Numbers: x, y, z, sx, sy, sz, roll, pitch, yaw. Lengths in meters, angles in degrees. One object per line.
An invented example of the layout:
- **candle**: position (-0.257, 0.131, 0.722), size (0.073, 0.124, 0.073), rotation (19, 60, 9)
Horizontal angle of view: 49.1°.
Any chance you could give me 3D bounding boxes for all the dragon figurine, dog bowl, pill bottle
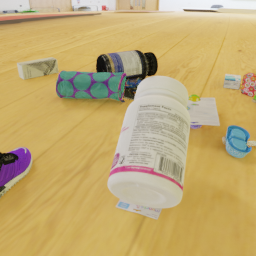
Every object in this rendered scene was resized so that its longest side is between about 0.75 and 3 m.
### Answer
- **dragon figurine**: position (0.458, -1.751, 12.266), size (2.091, 0.615, 1.039), rotation (-16, 32, -30)
- **dog bowl**: position (3.247, 0.407, 8.334), size (0.695, 0.309, 1.248), rotation (18, 38, 5)
- **pill bottle**: position (0.568, 0.245, 6.156), size (1.502, 1.502, 2.649), rotation (7, 57, 12)
- **pill bottle**: position (-0.016, -2.907, 13.452), size (2.744, 1.534, 1.534), rotation (-14, 31, -24)

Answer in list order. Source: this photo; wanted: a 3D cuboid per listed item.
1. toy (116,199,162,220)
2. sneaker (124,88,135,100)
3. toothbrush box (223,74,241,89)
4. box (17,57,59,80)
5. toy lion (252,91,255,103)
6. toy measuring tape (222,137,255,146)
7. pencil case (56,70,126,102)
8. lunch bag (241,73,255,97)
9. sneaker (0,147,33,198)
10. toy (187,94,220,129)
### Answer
- **toy**: position (0.494, 1.326, 6.733), size (0.992, 0.407, 1.723), rotation (10, 30, 20)
- **sneaker**: position (0.173, -1.444, 11.902), size (0.785, 0.417, 0.293), rotation (10, 30, 18)
- **toothbrush box**: position (4.972, -2.222, 13.360), size (0.721, 0.420, 0.985), rotation (10, 28, 18)
- **box**: position (-4.706, -3.153, 14.719), size (1.957, 0.804, 0.669), rotation (-23, 36, -33)
- **toy lion**: position (5.803, -0.979, 11.107), size (1.295, 0.464, 1.351), rotation (6, 28, -4)
- **toy measuring tape**: position (4.137, 0.201, 8.368), size (2.450, 0.901, 0.901), rotation (4, 28, 9)
- **pencil case**: position (-1.500, -1.745, 11.606), size (2.839, 1.208, 1.312), rotation (4, 4, 11)
- **lunch bag**: position (5.373, -1.846, 12.079), size (0.395, 0.964, 0.849), rotation (-25, 39, -35)
- **sneaker**: position (-3.084, 0.888, 6.839), size (0.745, 1.065, 2.142), rotation (6, 29, 12)
- **toy**: position (2.316, -0.465, 9.858), size (1.542, 0.632, 2.679), rotation (4, 28, 12)
